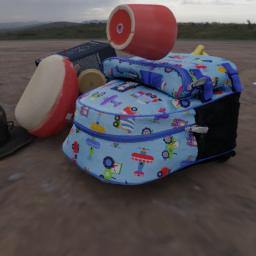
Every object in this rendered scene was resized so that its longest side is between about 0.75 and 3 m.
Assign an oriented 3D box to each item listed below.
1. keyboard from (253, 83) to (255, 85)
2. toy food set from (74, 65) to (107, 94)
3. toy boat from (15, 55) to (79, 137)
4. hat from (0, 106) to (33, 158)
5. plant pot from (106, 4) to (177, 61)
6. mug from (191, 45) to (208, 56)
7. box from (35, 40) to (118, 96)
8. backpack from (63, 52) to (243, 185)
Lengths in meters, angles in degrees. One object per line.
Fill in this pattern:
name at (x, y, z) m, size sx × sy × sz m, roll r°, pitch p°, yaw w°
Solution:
keyboard at (5.874, -2.005, 12.522) m, size 0.753 × 0.040 × 0.212 m, roll -15°, pitch 30°, yaw -33°
toy food set at (-1.183, -1.429, 8.951) m, size 1.421 × 0.981 × 0.285 m, roll 22°, pitch 23°, yaw -22°
toy boat at (-1.627, -0.686, 7.185) m, size 1.872 × 1.869 × 2.863 m, roll 28°, pitch 10°, yaw -18°
hat at (-3.375, -0.086, 6.216) m, size 2.395 × 0.966 × 2.395 m, roll 0°, pitch 22°, yaw 0°
plant pot at (0.167, -1.517, 4.370) m, size 0.807 × 0.912 × 0.912 m, roll -9°, pitch 22°, yaw -41°
mug at (2.651, -2.315, 10.715) m, size 1.271 × 1.240 × 1.548 m, roll -53°, pitch 11°, yaw -20°
box at (-1.820, -2.175, 10.351) m, size 2.508 × 1.343 × 1.862 m, roll -27°, pitch 30°, yaw -22°
backpack at (0.287, -0.271, 5.292) m, size 2.960 × 1.991 × 2.702 m, roll -16°, pitch 27°, yaw -33°
